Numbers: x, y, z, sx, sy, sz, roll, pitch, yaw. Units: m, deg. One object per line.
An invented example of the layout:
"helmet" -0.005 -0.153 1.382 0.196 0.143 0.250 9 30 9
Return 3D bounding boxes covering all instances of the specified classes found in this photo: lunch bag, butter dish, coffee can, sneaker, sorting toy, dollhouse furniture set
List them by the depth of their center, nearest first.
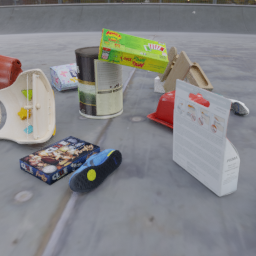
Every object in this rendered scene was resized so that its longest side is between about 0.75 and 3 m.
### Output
"sneaker" -0.983 1.155 7.691 0.760 0.639 1.940 -3 20 38
"sorting toy" -3.844 -0.561 9.891 2.258 2.509 1.340 -5 -10 10
"butter dish" 2.202 -0.947 10.983 2.222 1.647 2.228 -18 30 -34
"coffee can" -1.187 -1.978 11.985 1.973 2.696 1.973 0 24 0
"sneaker" 4.913 -0.966 12.407 0.670 0.573 1.538 0 24 -13
"dollhouse furniture set" 3.222 -3.036 14.004 2.702 2.201 2.569 -2 52 -23
"lunch bag" -3.231 -2.861 15.714 1.760 1.319 2.075 -15 33 -26

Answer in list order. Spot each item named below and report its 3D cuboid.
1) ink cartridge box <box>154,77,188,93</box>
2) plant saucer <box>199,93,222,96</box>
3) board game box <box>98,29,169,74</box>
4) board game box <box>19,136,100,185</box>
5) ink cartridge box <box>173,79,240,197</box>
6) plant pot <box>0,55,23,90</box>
"ink cartridge box" 2.428 -2.541 15.561 1.360 0.792 1.879 12 28 25
"plant saucer" 4.016 -1.450 13.763 1.688 0.303 1.688 0 25 0
"board game box" 0.190 -2.795 10.208 2.426 0.578 1.232 10 46 -12
"board game box" -2.008 0.890 8.470 1.360 0.347 2.007 16 29 33
"ink cartridge box" 2.006 0.158 7.347 0.613 2.592 2.075 -13 27 -23
"plant pot" -6.845 -2.641 13.933 2.611 2.685 2.685 7 24 -3
